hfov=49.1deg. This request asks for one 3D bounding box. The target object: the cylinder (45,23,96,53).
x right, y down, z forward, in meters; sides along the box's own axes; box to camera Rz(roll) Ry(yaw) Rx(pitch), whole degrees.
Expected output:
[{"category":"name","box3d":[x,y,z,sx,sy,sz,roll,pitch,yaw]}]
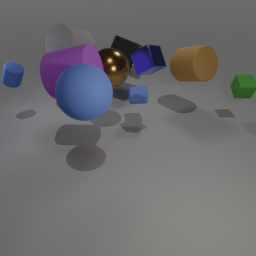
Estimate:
[{"category":"cylinder","box3d":[-2.201,-3.190,10.849,1.400,1.400,1.400,17,15,26]}]

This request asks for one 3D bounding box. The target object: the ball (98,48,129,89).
[{"category":"ball","box3d":[-0.656,-2.077,9.799,1.400,1.400,1.400,0,31,0]}]

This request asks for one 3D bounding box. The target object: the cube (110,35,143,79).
[{"category":"cube","box3d":[-0.018,-3.257,13.069,1.400,1.400,1.400,27,10,18]}]

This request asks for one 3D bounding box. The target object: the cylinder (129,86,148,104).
[{"category":"cylinder","box3d":[0.403,-1.310,11.159,0.700,0.700,0.700,-3,31,-5]}]

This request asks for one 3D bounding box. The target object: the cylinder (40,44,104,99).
[{"category":"cylinder","box3d":[-1.595,-1.628,8.216,1.400,1.400,1.400,-7,28,17]}]

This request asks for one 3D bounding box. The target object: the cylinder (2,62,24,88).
[{"category":"cylinder","box3d":[-4.324,-1.997,10.522,0.700,0.700,0.700,19,39,-16]}]

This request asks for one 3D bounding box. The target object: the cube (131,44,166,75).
[{"category":"cube","box3d":[0.635,-2.081,8.623,0.700,0.700,0.700,-19,-3,40]}]

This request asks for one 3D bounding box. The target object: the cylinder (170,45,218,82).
[{"category":"cylinder","box3d":[2.678,-2.612,11.461,1.400,1.400,1.400,-20,18,-29]}]

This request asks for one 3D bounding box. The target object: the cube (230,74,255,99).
[{"category":"cube","box3d":[4.631,-1.663,11.227,0.700,0.700,0.700,0,57,-5]}]

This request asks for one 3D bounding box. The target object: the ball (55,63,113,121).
[{"category":"ball","box3d":[-1.079,-0.875,6.893,1.400,1.400,1.400,0,31,0]}]
